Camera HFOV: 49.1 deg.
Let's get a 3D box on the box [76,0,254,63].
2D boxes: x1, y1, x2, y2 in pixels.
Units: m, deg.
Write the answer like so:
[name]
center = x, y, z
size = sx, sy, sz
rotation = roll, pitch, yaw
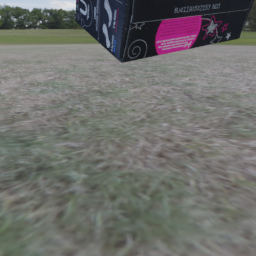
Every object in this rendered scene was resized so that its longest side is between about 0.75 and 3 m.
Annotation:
[box]
center = 0.662, -2.307, 4.310
size = 2.625, 1.735, 1.506
rotation = -20, 48, -30
